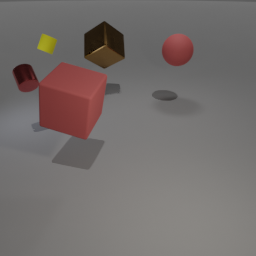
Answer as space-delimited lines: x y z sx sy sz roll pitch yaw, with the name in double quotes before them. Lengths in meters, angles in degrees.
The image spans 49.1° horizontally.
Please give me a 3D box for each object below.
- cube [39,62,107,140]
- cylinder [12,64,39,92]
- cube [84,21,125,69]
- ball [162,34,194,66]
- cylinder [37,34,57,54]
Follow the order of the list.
"cube" -1.514 -0.776 7.797 1.400 1.400 1.400 16 38 4
"cylinder" -3.471 -1.691 9.510 0.700 0.700 0.700 -17 69 -29
"cube" -1.132 -3.926 13.425 1.400 1.400 1.400 -18 -24 36
"ball" 2.220 -3.479 12.532 1.400 1.400 1.400 0 28 0
"cylinder" -3.659 -3.800 12.693 0.700 0.700 0.700 21 8 -3
